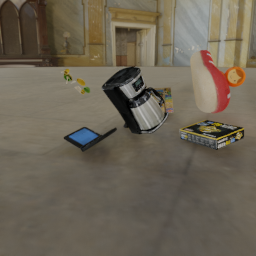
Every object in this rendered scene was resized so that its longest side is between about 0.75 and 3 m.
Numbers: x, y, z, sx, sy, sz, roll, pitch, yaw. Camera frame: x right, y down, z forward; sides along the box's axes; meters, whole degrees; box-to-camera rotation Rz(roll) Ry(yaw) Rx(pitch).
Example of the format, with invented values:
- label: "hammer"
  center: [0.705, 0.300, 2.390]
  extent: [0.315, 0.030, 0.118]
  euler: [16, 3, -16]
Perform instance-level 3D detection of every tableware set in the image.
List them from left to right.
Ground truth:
- label: "tableware set"
  center: [-1.344, -1.167, 7.150]
  extent: [0.557, 0.827, 0.127]
  euler: [-6, 44, 45]

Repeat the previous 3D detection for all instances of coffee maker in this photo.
- label: "coffee maker"
  center: [0.043, -0.602, 6.573]
  extent: [1.363, 1.419, 0.956]
  euler: [-16, 30, 34]

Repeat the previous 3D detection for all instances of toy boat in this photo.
- label: "toy boat"
  center: [2.629, -1.400, 8.108]
  extent: [1.461, 1.459, 2.236]
  euler: [-8, 33, 13]

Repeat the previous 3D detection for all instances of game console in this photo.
- label: "game console"
  center: [-0.761, 0.113, 5.800]
  extent: [0.731, 0.484, 0.831]
  euler: [-33, 2, 30]

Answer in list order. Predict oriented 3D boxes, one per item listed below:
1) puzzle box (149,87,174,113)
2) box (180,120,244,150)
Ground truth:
- label: "puzzle box"
  center: [0.862, -0.847, 8.941]
  extent: [1.262, 0.840, 0.160]
  euler: [-8, 4, -26]
- label: "box"
  center: [1.817, 0.119, 6.129]
  extent: [0.863, 0.267, 1.080]
  euler: [-15, 18, -28]
